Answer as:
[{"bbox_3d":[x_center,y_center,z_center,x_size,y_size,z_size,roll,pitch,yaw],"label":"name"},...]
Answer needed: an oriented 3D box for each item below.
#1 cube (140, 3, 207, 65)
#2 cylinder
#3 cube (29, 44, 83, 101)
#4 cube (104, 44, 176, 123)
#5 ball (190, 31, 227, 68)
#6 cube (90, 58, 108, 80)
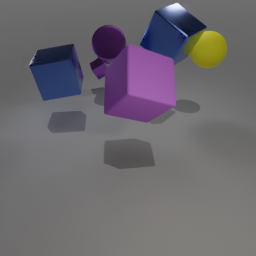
[{"bbox_3d":[1.529,-3.163,9.626,1.400,1.400,1.400,44,49,11],"label":"cube"},{"bbox_3d":[-0.776,-3.514,11.978,1.400,1.400,1.400,0,5,1],"label":"cylinder"},{"bbox_3d":[-2.480,-2.006,10.026,1.400,1.400,1.400,-10,36,3],"label":"cube"},{"bbox_3d":[0.282,-1.104,7.453,1.400,1.400,1.400,11,68,-27],"label":"cube"},{"bbox_3d":[3.147,-3.068,10.992,1.400,1.400,1.400,0,30,0],"label":"ball"},{"bbox_3d":[-1.430,-3.036,14.199,0.700,0.700,0.700,-29,47,9],"label":"cube"}]
